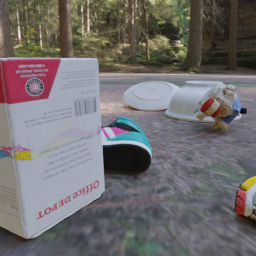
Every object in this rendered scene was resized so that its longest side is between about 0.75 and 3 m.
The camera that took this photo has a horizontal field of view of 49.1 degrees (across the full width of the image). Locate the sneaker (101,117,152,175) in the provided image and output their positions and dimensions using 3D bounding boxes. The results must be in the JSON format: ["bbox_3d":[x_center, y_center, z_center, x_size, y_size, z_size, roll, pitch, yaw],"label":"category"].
[{"bbox_3d":[-0.524,0.234,5.522,2.090,0.874,1.262,10,19,7],"label":"sneaker"}]

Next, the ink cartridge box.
[{"bbox_3d":[-1.090,0.115,3.659,0.857,2.001,1.477,8,15,33],"label":"ink cartridge box"}]

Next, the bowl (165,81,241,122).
[{"bbox_3d":[2.783,-1.085,10.422,2.791,1.254,2.791,-1,13,0],"label":"bowl"}]

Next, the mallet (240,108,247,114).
[{"bbox_3d":[4.630,-0.728,11.243,0.344,0.215,1.044,7,11,28],"label":"mallet"}]

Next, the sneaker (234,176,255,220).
[{"bbox_3d":[2.082,0.873,3.788,1.508,0.587,0.620,-22,28,-35],"label":"sneaker"}]

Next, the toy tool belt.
[{"bbox_3d":[2.754,-0.525,8.004,1.236,1.256,2.011,42,29,0],"label":"toy tool belt"}]

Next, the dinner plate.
[{"bbox_3d":[1.114,-1.558,12.347,2.657,0.322,2.657,-4,33,3],"label":"dinner plate"}]
